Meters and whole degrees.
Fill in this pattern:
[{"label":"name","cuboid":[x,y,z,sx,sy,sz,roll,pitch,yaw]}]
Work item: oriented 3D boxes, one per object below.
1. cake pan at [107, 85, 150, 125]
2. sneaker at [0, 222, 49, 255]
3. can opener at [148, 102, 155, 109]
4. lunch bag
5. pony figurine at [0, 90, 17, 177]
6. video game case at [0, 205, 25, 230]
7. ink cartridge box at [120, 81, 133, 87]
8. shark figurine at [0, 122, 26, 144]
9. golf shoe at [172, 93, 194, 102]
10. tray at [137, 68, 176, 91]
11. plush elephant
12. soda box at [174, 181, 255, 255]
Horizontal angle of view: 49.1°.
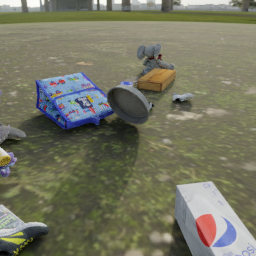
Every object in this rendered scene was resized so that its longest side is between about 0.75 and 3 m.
[{"label":"cake pan","cuboid":[0.042,-0.855,9.992,1.746,1.746,0.320,16,54,30]},{"label":"sneaker","cuboid":[-2.135,2.204,5.387,1.239,0.461,0.524,-6,52,-25]},{"label":"can opener","cuboid":[0.566,-1.042,12.100,1.223,0.322,0.406,21,-2,34]},{"label":"lunch bag","cuboid":[-1.998,-0.885,10.972,2.153,1.345,2.859,-19,44,-36]},{"label":"pony figurine","cuboid":[-4.209,0.420,7.468,2.642,2.279,2.737,-31,54,-31]},{"label":"video game case","cuboid":[-2.847,2.125,5.769,1.018,0.131,1.120,20,32,34]},{"label":"ink cartridge box","cuboid":[-0.129,-1.986,13.943,0.608,0.286,1.293,4,26,6]},{"label":"shark figurine","cuboid":[-4.531,0.099,9.137,2.037,0.850,1.217,-13,28,-29]},{"label":"golf shoe","cuboid":[2.488,-1.323,12.642,0.969,0.380,0.471,-3,43,7]},{"label":"tray","cuboid":[1.607,-2.666,15.116,1.309,0.492,2.654,11,29,21]},{"label":"plush elephant","cuboid":[1.564,-4.294,16.947,1.876,1.764,2.278,20,32,34]},{"label":"soda box","cuboid":[1.634,2.085,5.000,0.822,0.884,2.590,-5,27,-9]}]
